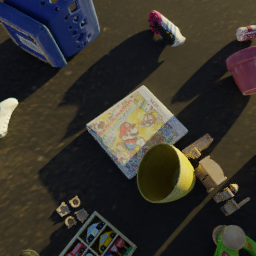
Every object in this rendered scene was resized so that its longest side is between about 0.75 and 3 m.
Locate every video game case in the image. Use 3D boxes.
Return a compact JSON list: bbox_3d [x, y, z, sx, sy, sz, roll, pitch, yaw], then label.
[{"bbox_3d":[0.301,0.042,9.564,2.601,0.298,2.367,-37,70,-15],"label":"video game case"}]

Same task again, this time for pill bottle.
[{"bbox_3d":[4.871,-3.800,11.177,0.910,0.519,0.519,-11,66,-5],"label":"pill bottle"}]

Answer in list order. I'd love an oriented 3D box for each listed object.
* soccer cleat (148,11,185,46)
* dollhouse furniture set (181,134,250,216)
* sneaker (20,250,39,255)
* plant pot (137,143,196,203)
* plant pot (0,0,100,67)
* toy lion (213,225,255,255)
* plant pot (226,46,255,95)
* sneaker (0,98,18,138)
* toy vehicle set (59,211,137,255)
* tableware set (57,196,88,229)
[{"bbox_3d":[1.541,-3.970,11.269,0.842,0.681,1.950,-13,60,-32],"label":"soccer cleat"},{"bbox_3d":[2.746,1.334,8.501,1.024,1.199,2.313,-31,69,-11],"label":"dollhouse furniture set"},{"bbox_3d":[-2.635,3.695,7.791,0.951,0.545,0.364,29,67,15],"label":"sneaker"},{"bbox_3d":[1.285,1.412,8.308,1.220,1.718,1.718,20,60,-36],"label":"plant pot"},{"bbox_3d":[-2.944,-3.956,10.129,2.734,2.734,2.458,31,77,13],"label":"plant pot"},{"bbox_3d":[2.925,4.379,7.392,2.581,0.924,2.692,39,71,8],"label":"toy lion"},{"bbox_3d":[4.412,-1.970,9.929,1.533,1.533,1.372,-10,82,-5],"label":"plant pot"},{"bbox_3d":[-4.380,-0.164,9.491,0.802,0.760,1.987,37,69,-4],"label":"sneaker"},{"bbox_3d":[-1.128,3.863,7.802,1.582,0.338,2.547,35,70,16],"label":"toy vehicle set"},{"bbox_3d":[-1.690,2.570,8.532,0.735,0.102,0.880,-33,69,-14],"label":"tableware set"}]
